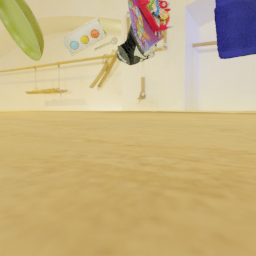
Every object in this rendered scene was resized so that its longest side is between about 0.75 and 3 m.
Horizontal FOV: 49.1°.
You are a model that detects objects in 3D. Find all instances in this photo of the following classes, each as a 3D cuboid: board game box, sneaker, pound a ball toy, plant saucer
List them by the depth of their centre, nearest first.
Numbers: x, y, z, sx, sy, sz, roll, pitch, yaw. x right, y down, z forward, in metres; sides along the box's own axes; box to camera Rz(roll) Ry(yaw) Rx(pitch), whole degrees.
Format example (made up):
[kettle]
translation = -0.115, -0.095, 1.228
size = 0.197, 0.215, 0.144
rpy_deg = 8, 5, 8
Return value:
[board game box]
translation = 0.564, -2.423, 5.593
size = 0.364, 1.479, 1.872
rpy_deg = 0, 28, 27
[plant saucer]
translation = -2.846, -2.803, 7.351
size = 0.337, 2.167, 2.167
rpy_deg = -40, 22, -23
[sneaker]
translation = 0.177, -2.282, 7.974
size = 1.124, 0.825, 2.483
rpy_deg = -29, -2, 5
[pound a ball toy]
translation = -1.230, -2.901, 9.334
size = 1.579, 1.030, 0.671
rpy_deg = -24, 33, 12

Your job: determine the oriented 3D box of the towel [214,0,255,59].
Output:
[towel]
translation = 2.677, -2.891, 5.228
size = 2.149, 2.911, 0.721
rpy_deg = -4, 19, 21
